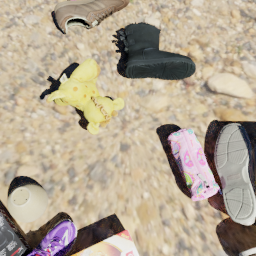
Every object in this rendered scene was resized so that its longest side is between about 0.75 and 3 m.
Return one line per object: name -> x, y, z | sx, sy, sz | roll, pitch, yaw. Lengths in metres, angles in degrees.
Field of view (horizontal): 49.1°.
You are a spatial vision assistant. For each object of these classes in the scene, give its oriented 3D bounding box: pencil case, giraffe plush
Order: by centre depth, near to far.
pencil case -> 1.736, 0.956, 7.479 | 0.842, 0.842, 1.926 | -14, 63, -7
giraffe plush -> -1.068, -0.799, 8.025 | 1.696, 2.091, 1.805 | 43, 101, -5

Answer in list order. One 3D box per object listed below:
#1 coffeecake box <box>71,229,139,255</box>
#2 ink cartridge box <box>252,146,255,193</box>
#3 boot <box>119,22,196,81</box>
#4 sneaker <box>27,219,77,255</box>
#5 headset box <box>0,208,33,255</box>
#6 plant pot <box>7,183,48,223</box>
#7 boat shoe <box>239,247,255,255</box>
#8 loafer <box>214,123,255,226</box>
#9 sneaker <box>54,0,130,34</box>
coffeecake box -> -0.548, 3.375, 6.283 | 1.849, 0.675, 1.419 | -22, 64, -11
ink cartridge box -> 4.135, 1.458, 6.821 | 1.525, 1.486, 2.372 | 0, 62, 0
boot -> 0.935, -2.597, 9.339 | 2.440, 0.903, 1.999 | -1, 58, -1
sneaker -> -1.869, 2.903, 6.448 | 0.720, 0.745, 1.786 | 39, 64, 8
headset box -> -3.241, 2.708, 6.686 | 1.144, 0.577, 1.539 | -41, 69, -19
plant pot -> -2.609, 1.823, 7.098 | 1.013, 0.680, 1.013 | 0, 63, 0
boat shoe -> 3.997, 3.064, 6.278 | 2.894, 1.040, 0.861 | 0, 59, -6
loafer -> 2.916, 1.204, 7.459 | 0.970, 0.848, 2.698 | -14, 54, 30
sneaker -> -1.205, -4.135, 10.222 | 2.797, 0.985, 1.057 | -15, 83, -5
